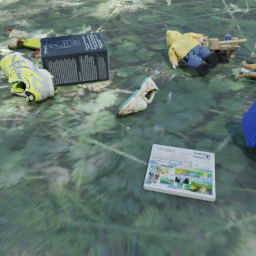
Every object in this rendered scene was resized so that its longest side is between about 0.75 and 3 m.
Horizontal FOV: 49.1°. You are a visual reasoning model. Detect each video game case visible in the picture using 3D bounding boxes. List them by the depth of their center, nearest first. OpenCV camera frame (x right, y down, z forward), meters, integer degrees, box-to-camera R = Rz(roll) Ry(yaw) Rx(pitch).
[{"bbox_3d":[1.121,0.901,5.946,1.392,0.153,1.269,9,39,9],"label":"video game case"}]

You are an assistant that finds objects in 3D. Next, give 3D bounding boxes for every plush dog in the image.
[{"bbox_3d":[-4.467,-3.482,11.052,0.851,0.683,0.731,-17,65,24],"label":"plush dog"}]

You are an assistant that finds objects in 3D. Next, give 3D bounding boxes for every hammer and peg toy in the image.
[{"bbox_3d":[3.223,-2.890,9.968,1.476,0.708,2.007,3,24,3],"label":"hammer and peg toy"}]

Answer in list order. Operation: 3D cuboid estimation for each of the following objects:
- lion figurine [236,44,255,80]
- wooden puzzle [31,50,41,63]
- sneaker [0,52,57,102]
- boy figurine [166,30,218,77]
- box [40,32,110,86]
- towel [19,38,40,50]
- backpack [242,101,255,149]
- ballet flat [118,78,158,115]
[{"bbox_3d":[4.726,-2.073,9.281,1.556,0.921,2.540,29,60,21],"label":"lion figurine"},{"bbox_3d":[-2.938,-2.891,10.746,1.085,0.129,1.830,14,40,17],"label":"wooden puzzle"},{"bbox_3d":[-3.240,-1.571,8.430,2.535,0.956,0.969,28,46,33],"label":"sneaker"},{"bbox_3d":[2.002,-2.682,9.768,1.424,0.738,2.290,-46,50,7],"label":"boy figurine"},{"bbox_3d":[-1.749,-2.263,9.161,2.053,1.099,1.523,-9,39,-11],"label":"box"},{"bbox_3d":[-3.433,-3.288,11.119,1.941,0.175,0.836,19,39,29],"label":"towel"},{"bbox_3d":[3.607,0.041,6.143,1.667,1.355,1.399,4,60,-6],"label":"backpack"},{"bbox_3d":[0.367,-0.835,7.827,0.565,0.669,1.769,40,50,-2],"label":"ballet flat"}]
